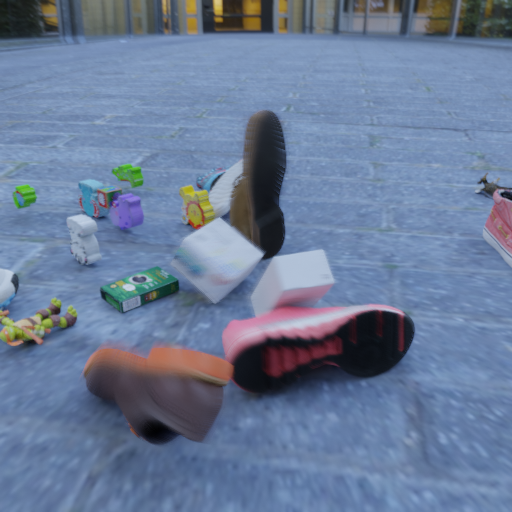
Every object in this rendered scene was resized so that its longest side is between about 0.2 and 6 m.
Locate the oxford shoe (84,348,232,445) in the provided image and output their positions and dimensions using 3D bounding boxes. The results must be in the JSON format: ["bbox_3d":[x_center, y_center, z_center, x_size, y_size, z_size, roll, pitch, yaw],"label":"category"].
[{"bbox_3d":[-1.117,1.335,5.307,0.767,0.782,2.155,26,-26,-33],"label":"oxford shoe"}]

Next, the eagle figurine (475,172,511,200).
[{"bbox_3d":[4.965,-1.401,11.628,0.716,0.540,0.543,43,87,15],"label":"eagle figurine"}]

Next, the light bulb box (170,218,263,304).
[{"bbox_3d":[-0.557,0.052,7.976,0.893,0.562,0.900,41,38,9],"label":"light bulb box"}]

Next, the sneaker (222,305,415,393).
[{"bbox_3d":[0.701,0.855,6.525,2.328,0.858,1.010,-5,22,-15],"label":"sneaker"}]

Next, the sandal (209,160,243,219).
[{"bbox_3d":[-0.363,-1.336,11.071,0.887,0.536,2.181,1,42,43],"label":"sandal"}]

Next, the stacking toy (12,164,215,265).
[{"bbox_3d":[-2.700,-0.904,10.305,2.462,0.767,3.266,-20,31,-38],"label":"stacking toy"}]

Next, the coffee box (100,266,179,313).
[{"bbox_3d":[-1.653,0.471,8.013,0.970,0.213,0.596,-23,33,-37],"label":"coffee box"}]

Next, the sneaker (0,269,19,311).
[{"bbox_3d":[-4.663,0.320,7.160,2.969,1.287,1.113,-6,26,-14],"label":"sneaker"}]

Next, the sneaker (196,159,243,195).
[{"bbox_3d":[-0.638,-1.756,12.025,0.758,0.629,1.587,19,32,36],"label":"sneaker"}]

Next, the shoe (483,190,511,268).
[{"bbox_3d":[4.305,-0.378,8.952,0.699,0.890,1.956,-3,27,-7],"label":"shoe"}]

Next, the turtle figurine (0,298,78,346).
[{"bbox_3d":[-2.752,0.886,6.982,1.247,0.402,1.006,7,18,34],"label":"turtle figurine"}]

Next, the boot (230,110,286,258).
[{"bbox_3d":[-0.079,-1.138,8.797,0.890,2.359,0.868,26,38,38],"label":"boot"}]

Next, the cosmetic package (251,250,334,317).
[{"bbox_3d":[0.407,0.429,6.934,0.649,1.279,0.456,-8,67,-18],"label":"cosmetic package"}]
